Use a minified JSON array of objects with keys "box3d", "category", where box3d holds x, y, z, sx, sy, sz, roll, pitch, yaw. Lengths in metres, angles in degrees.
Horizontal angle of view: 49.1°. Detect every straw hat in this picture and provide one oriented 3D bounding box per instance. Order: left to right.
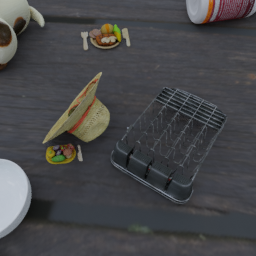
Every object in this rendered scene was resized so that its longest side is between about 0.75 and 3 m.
[{"box3d":[-1.021,-0.251,7.118,0.991,2.342,2.342,40,57,-16],"category":"straw hat"}]

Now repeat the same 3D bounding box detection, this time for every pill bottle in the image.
[{"box3d":[3.670,-4.731,10.068,2.808,1.586,1.586,-10,56,-7],"category":"pill bottle"}]

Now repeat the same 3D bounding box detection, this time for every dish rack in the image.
[{"box3d":[1.143,0.206,7.134,2.184,0.777,2.847,29,57,16],"category":"dish rack"}]

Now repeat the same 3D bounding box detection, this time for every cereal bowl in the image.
[{"box3d":[-2.973,1.622,6.128,1.787,0.744,1.787,0,55,0],"category":"cereal bowl"}]

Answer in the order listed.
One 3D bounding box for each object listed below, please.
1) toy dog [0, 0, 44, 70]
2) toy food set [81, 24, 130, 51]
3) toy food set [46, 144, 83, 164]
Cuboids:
[{"box3d":[-4.299,-3.227,9.028,2.854,2.054,2.944,19,46,-31],"category":"toy dog"},{"box3d":[-0.780,-3.203,9.743,1.673,0.336,1.155,-8,55,-5],"category":"toy food set"},{"box3d":[-1.643,0.600,7.114,0.927,0.303,0.546,-6,55,-4],"category":"toy food set"}]
